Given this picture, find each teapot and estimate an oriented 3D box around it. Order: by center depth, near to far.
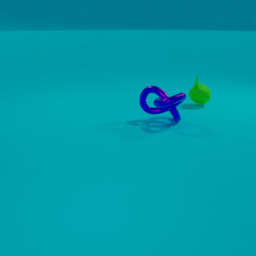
[{"bbox_3d":[2.818,-1.402,10.911,0.857,1.378,0.675,8,60,39],"label":"teapot"}]

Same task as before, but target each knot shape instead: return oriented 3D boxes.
[{"bbox_3d":[1.228,-0.803,8.940,1.585,0.732,1.483,24,-16,-17],"label":"knot shape"}]
